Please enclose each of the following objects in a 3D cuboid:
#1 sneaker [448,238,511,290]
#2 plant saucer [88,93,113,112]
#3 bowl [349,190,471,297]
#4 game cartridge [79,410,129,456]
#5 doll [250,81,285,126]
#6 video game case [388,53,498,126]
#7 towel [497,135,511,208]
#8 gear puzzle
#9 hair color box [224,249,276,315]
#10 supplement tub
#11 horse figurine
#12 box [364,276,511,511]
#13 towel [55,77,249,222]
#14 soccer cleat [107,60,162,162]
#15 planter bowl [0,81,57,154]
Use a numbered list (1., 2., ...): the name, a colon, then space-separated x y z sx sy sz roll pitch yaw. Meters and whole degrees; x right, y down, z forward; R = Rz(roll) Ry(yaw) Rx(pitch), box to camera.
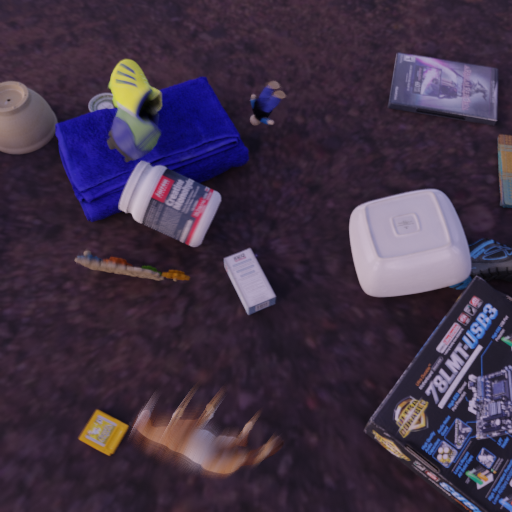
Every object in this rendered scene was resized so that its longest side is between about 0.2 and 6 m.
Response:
1. sneaker: 4.308 0.024 9.831 2.078 0.761 0.851 -3 60 -2
2. plant saucer: -3.252 -3.206 12.059 0.678 0.170 0.678 0 60 -1
3. bowl: 2.631 -0.344 9.747 1.958 0.731 1.955 -11 54 9
4. game cartridge: -2.346 2.727 8.640 0.583 0.095 0.514 22 62 13
5. doll: 0.167 -2.933 11.112 0.266 1.097 0.749 -27 83 -35
6. video game case: 4.132 -3.693 12.329 2.268 0.215 1.620 11 60 7
7. towel: 5.512 -1.625 11.136 1.358 0.201 1.851 9 59 5
8. gear puzzle: -2.067 0.189 9.607 1.896 0.982 0.248 9 80 3
9. hair color box: -0.121 0.443 9.839 0.527 0.323 1.065 -21 63 -12
10. supplement tub: -1.513 -0.928 9.977 1.556 1.092 1.092 25 61 -7
11. horse figurine: -0.640 2.528 7.670 1.999 1.325 0.499 27 43 -17
12. box: 3.816 2.373 8.452 3.140 0.786 3.164 35 66 19
13. towel: -2.126 -2.303 11.131 3.437 0.851 2.538 -22 63 -12
14. soccer cleat: -2.134 -2.845 10.377 1.122 0.867 2.683 -30 47 22
15. planter bowl: -4.914 -2.925 11.447 1.418 0.954 1.418 0 60 -1
